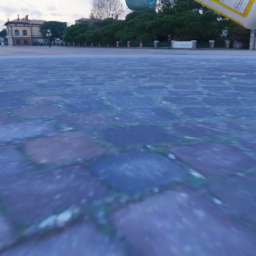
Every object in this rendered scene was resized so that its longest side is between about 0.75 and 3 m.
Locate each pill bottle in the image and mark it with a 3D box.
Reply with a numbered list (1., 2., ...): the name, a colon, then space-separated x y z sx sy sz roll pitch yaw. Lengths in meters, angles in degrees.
1. pill bottle: 1.983 -2.431 4.708 2.114 1.192 1.192 37 31 17

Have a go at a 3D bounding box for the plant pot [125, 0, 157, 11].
1. plant pot: 0.456 -3.937 8.382 0.717 0.894 0.894 30 31 34
